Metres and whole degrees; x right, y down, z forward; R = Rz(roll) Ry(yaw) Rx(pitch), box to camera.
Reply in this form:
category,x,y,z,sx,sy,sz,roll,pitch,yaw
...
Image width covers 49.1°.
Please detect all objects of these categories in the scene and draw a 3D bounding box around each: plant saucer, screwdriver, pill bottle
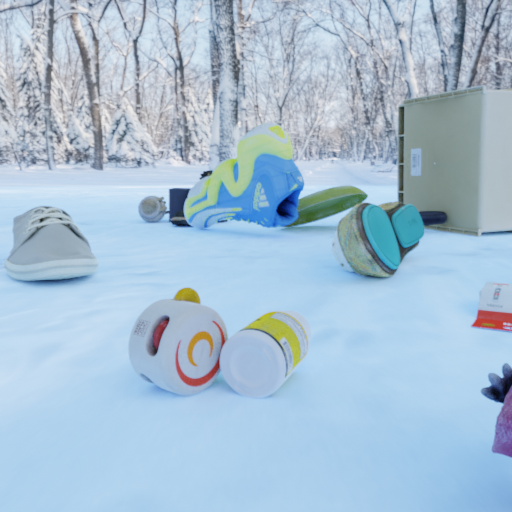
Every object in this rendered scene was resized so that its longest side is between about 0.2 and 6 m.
category,x,y,z,sx,sy,sz,roll,pitch,yaw
plant saucer,1.442,-1.133,12.494,2.087,0.324,2.087,-17,-9,-3
screwdriver,2.934,-0.783,11.795,2.339,0.326,0.340,-1,26,-12
pill bottle,0.104,0.595,3.643,0.423,0.423,0.760,4,10,22

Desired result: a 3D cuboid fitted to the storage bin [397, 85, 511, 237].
category,x,y,z,sx,sy,sz,roll,pitch,yaw
storage bin,4.514,-2.074,12.498,1.413,3.015,2.993,-6,11,-21

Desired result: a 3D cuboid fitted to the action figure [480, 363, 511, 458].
category,x,y,z,sx,sy,sz,roll,pitch,yaw
action figure,1.464,0.856,1.872,0.924,1.027,1.379,-36,42,-18

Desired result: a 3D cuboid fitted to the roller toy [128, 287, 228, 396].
category,x,y,z,sx,sy,sz,roll,pitch,yaw
roller toy,-0.491,0.546,3.476,0.421,0.602,0.549,7,24,40

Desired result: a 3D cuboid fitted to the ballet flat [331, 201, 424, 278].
category,x,y,z,sx,sy,sz,roll,pitch,yaw
ballet flat,1.549,-0.198,7.600,1.024,1.024,2.897,4,10,26

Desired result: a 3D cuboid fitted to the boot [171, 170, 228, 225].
category,x,y,z,sx,sy,sz,roll,pitch,yaw
boot,-1.416,-1.469,13.810,0.778,1.390,2.009,4,10,25

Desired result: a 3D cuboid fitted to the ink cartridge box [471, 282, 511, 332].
category,x,y,z,sx,sy,sz,roll,pitch,yaw
ink cartridge box,2.449,0.462,5.056,0.862,0.266,1.062,4,7,29

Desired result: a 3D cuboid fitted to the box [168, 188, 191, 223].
category,x,y,z,sx,sy,sz,roll,pitch,yaw
box,-1.981,-1.332,14.639,0.515,0.863,0.878,1,9,0

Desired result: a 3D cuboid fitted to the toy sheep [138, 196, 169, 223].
category,x,y,z,sx,sy,sz,roll,pitch,yaw
toy sheep,-2.631,-1.183,14.276,0.774,0.774,1.123,0,-11,-2

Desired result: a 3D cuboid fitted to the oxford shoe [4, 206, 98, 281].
category,x,y,z,sx,sy,sz,roll,pitch,yaw
oxford shoe,-2.809,-0.214,7.571,1.099,0.844,2.923,-1,10,-24

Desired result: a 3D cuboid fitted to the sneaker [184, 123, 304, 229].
category,x,y,z,sx,sy,sz,roll,pitch,yaw
sneaker,-0.252,-1.051,11.427,1.302,1.806,3.439,-24,-12,-39
